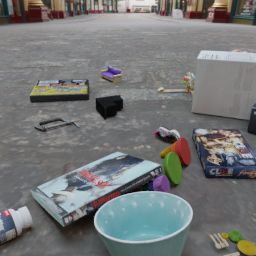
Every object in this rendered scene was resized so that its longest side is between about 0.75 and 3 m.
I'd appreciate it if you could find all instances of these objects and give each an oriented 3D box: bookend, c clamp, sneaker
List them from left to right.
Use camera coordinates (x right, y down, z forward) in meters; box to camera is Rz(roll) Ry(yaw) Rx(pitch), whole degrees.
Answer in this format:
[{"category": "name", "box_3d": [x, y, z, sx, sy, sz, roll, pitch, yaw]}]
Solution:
[{"category": "c clamp", "box_3d": [-3.023, -0.186, 11.662, 1.667, 0.226, 1.424, -13, 29, -25]}, {"category": "bookend", "box_3d": [-0.698, -0.982, 12.859, 1.280, 0.590, 1.272, -11, 29, -22]}, {"category": "sneaker", "box_3d": [1.516, 0.319, 10.442, 0.459, 0.495, 1.229, -33, 32, -24]}]

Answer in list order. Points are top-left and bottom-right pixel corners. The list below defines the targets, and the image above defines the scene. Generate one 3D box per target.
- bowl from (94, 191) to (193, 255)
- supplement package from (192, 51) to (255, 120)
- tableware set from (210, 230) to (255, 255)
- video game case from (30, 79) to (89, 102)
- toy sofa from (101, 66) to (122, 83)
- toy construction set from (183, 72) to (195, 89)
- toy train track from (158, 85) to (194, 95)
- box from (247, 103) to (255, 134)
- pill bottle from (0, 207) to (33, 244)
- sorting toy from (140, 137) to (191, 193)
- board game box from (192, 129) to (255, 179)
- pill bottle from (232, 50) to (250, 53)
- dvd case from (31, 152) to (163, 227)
[{"category": "bowl", "box_3d": [0.359, 2.178, 5.717, 1.963, 1.027, 1.963, -7, 12, 1]}, {"category": "supplement package", "box_3d": [4.459, -2.022, 12.707, 2.680, 2.563, 1.971, 9, 28, 17]}, {"category": "tableware set", "box_3d": [2.384, 2.704, 5.926, 0.869, 0.198, 1.289, -5, 26, -17]}, {"category": "video game case", "box_3d": [-3.625, -2.092, 15.338, 2.966, 0.378, 2.680, -3, 26, -7]}, {"category": "toy sofa", "box_3d": [-1.063, -3.364, 17.484, 0.637, 0.751, 1.538, -18, 32, -32]}, {"category": "toy construction set", "box_3d": [3.915, -2.460, 15.221, 2.302, 1.061, 1.510, 7, 33, -21]}, {"category": "toy train track", "box_3d": [3.003, -2.210, 15.513, 2.690, 0.438, 1.543, -3, 26, -5]}, {"category": "box", "box_3d": [5.927, -0.489, 11.269, 1.567, 1.105, 2.118, 19, 32, 33]}, {"category": "pill bottle", "box_3d": [-2.779, 2.222, 6.357, 1.067, 0.638, 0.638, -19, 32, -34]}, {"category": "sorting toy", "box_3d": [1.100, 1.171, 8.546, 0.941, 0.947, 2.732, -12, 16, 32]}, {"category": "board game box", "box_3d": [3.242, 0.780, 9.466, 1.715, 0.438, 2.532, 1, 27, 2]}, {"category": "pill bottle", "box_3d": [8.097, -4.470, 19.020, 1.333, 1.333, 2.377, -16, 31, -29]}, {"category": "dvd case", "box_3d": [-0.844, 1.448, 7.554, 2.958, 0.326, 2.160, -22, 18, -31]}]
